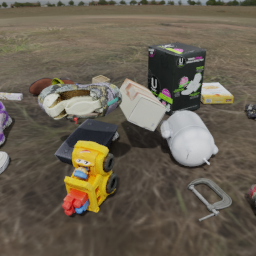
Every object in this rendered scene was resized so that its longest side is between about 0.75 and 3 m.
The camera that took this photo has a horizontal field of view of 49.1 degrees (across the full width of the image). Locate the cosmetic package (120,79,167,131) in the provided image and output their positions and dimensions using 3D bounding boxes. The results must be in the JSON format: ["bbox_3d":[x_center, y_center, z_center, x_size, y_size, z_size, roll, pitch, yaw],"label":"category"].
[{"bbox_3d":[0.355,-0.810,9.102,1.010,0.853,1.955,23,18,-25],"label":"cosmetic package"}]

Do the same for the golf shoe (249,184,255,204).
[{"bbox_3d":[4.395,1.763,6.658,2.663,0.967,1.226,-10,32,1],"label":"golf shoe"}]

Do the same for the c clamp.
[{"bbox_3d":[2.049,1.777,7.354,1.172,0.186,1.372,-9,29,-16],"label":"c clamp"}]

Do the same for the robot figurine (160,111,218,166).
[{"bbox_3d":[1.903,0.314,8.900,1.967,1.310,2.319,16,26,-14],"label":"robot figurine"}]

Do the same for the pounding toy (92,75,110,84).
[{"bbox_3d":[-1.473,-2.403,14.939,0.860,0.611,0.792,29,39,26],"label":"pounding toy"}]

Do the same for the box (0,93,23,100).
[{"bbox_3d":[-5.727,-1.525,13.499,1.286,0.249,0.266,4,28,8],"label":"box"}]

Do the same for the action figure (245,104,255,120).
[{"bbox_3d":[5.273,-0.717,11.661,0.673,0.578,1.133,11,26,-3],"label":"action figure"}]

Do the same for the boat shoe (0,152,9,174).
[{"bbox_3d":[-4.191,1.130,8.021,0.706,0.695,1.990,9,29,16],"label":"boat shoe"}]

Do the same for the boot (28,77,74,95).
[{"bbox_3d":[-3.362,-1.578,13.385,2.272,0.826,2.413,-7,35,-30],"label":"boot"}]

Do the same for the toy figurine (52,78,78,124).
[{"bbox_3d":[-2.025,-1.200,11.102,1.205,1.061,2.012,-21,52,-40],"label":"toy figurine"}]

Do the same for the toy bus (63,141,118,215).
[{"bbox_3d":[-1.068,1.323,6.851,1.065,1.569,1.506,12,38,23],"label":"toy bus"}]

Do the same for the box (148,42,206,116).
[{"bbox_3d":[2.015,-2.189,12.180,1.644,2.645,1.964,-14,31,-25],"label":"box"}]

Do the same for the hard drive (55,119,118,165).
[{"bbox_3d":[-1.291,0.491,9.233,1.372,0.431,2.035,12,41,22],"label":"hard drive"}]

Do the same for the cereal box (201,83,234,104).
[{"bbox_3d":[4.092,-1.731,13.722,1.433,0.394,1.992,-2,28,-4],"label":"cereal box"}]

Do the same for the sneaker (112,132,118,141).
[{"bbox_3d":[-0.890,0.228,10.055,1.037,0.388,0.517,9,29,16],"label":"sneaker"}]

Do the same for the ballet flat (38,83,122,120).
[{"bbox_3d":[-1.562,-0.663,7.485,2.857,1.028,1.028,-3,24,29],"label":"ballet flat"}]

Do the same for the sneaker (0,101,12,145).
[{"bbox_3d":[-4.953,-0.203,10.073,1.044,1.148,2.597,-4,29,-9],"label":"sneaker"}]
